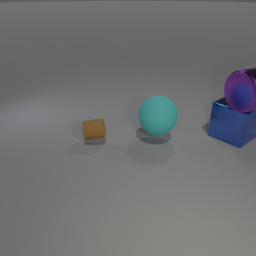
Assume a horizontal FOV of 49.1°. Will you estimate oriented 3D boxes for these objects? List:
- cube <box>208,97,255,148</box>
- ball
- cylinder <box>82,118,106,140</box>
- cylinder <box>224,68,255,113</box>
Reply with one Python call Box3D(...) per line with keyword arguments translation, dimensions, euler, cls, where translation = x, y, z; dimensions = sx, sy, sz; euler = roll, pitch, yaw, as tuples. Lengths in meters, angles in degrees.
Box3D(translation=(4.074, -0.324, 10.597), dimensions=(1.400, 1.400, 1.400), euler=(-23, 36, -37), cls="cube")
Box3D(translation=(1.079, -0.450, 10.035), dimensions=(1.400, 1.400, 1.400), euler=(0, 28, 0), cls="ball")
Box3D(translation=(-1.212, 0.041, 10.091), dimensions=(0.700, 0.700, 0.700), euler=(-8, 27, 6), cls="cylinder")
Box3D(translation=(4.250, -1.311, 9.424), dimensions=(1.400, 1.400, 1.400), euler=(-12, 30, -23), cls="cylinder")
